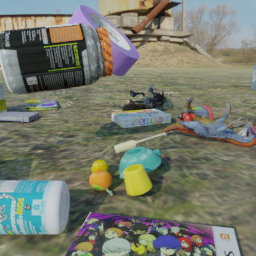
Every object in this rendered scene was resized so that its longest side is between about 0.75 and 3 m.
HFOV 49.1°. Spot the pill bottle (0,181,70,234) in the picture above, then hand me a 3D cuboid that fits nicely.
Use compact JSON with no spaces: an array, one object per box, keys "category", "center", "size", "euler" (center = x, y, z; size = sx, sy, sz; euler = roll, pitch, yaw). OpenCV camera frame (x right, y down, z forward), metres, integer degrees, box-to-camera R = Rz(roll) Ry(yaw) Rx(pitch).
[{"category":"pill bottle","center":[-1.679,1.211,4.302],"size":[1.440,0.798,0.798],"euler":[-1,15,1]}]

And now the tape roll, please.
[{"category":"tape roll","center":[-0.843,-3.062,9.866],"size":[2.653,0.870,2.653],"euler":[35,26,-20]}]

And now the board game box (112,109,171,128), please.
[{"category":"board game box","center":[0.504,-0.413,11.060],"size":[1.978,0.339,1.330],"euler":[-6,17,-22]}]

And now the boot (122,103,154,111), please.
[{"category":"boot","center":[0.227,-0.981,12.784],"size":[1.506,0.548,1.600],"euler":[-6,16,-20]}]

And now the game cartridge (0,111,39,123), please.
[{"category":"game cartridge","center":[-4.534,-0.448,11.395],"size":[1.518,0.291,0.984],"euler":[2,20,8]}]

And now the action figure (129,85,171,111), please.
[{"category":"action figure","center":[1.034,-1.403,12.882],"size":[1.903,1.131,0.971],"euler":[5,37,3]}]

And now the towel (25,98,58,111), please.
[{"category":"towel","center":[-4.350,-1.197,14.115],"size":[1.565,0.248,2.180],"euler":[-3,15,-15]}]

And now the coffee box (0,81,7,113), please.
[{"category":"coffee box","center":[-6.192,-1.191,11.743],"size":[1.490,1.476,1.493],"euler":[2,15,6]}]

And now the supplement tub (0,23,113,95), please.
[{"category":"supplement tub","center":[-1.526,-1.539,6.176],"size":[2.243,1.374,1.374],"euler":[-9,17,-11]}]

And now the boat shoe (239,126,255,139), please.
[{"category":"boat shoe","center":[4.532,-0.009,8.787],"size":[2.151,0.766,0.750],"euler":[-2,15,-6]}]

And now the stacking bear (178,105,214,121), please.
[{"category":"stacking bear","center":[2.465,-0.386,10.420],"size":[1.300,0.739,0.789],"euler":[-16,21,-31]}]

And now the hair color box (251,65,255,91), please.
[{"category":"hair color box","center":[3.866,-1.131,6.959],"size":[1.435,0.711,0.435],"euler":[17,-21,-1]}]

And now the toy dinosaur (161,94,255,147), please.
[{"category":"toy dinosaur","center":[2.658,-0.032,8.521],"size":[2.264,2.495,1.310],"euler":[38,48,-1]}]

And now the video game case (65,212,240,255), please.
[{"category":"video game case","center":[0.258,1.726,3.205],"size":[2.114,0.379,1.916],"euler":[3,16,11]}]

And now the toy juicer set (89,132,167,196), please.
[{"category":"toy juicer set","center":[0.007,0.834,6.252],"size":[1.510,0.646,2.374],"euler":[-13,14,22]}]
